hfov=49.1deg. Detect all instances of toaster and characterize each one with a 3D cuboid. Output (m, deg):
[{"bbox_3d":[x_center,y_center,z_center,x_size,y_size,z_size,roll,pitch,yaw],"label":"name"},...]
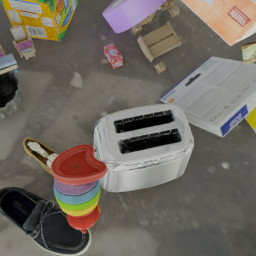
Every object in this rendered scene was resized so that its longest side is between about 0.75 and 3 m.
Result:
[{"bbox_3d":[0.457,0.509,7.184,2.967,1.916,1.686,-10,64,-5],"label":"toaster"}]

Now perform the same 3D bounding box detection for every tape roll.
[{"bbox_3d":[0.293,-4.311,9.551,2.386,0.783,2.386,-29,29,18],"label":"tape roll"}]

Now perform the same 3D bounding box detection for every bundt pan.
[{"bbox_3d":[-4.124,-0.894,8.508,1.985,0.745,1.985,-2,55,2],"label":"bundt pan"}]

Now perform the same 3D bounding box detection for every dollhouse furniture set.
[{"bbox_3d":[1.193,-3.263,10.053,1.967,1.126,2.306,-30,90,-14],"label":"dollhouse furniture set"},{"bbox_3d":[-3.996,-2.457,8.373,2.248,1.554,2.382,-25,33,-13],"label":"dollhouse furniture set"}]

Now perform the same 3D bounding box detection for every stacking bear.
[{"bbox_3d":[-0.784,1.108,4.616,0.789,1.387,0.842,-17,36,-23],"label":"stacking bear"}]

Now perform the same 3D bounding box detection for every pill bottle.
[{"bbox_3d":[4.163,-0.081,7.990,1.032,1.032,1.979,-22,65,-11],"label":"pill bottle"}]

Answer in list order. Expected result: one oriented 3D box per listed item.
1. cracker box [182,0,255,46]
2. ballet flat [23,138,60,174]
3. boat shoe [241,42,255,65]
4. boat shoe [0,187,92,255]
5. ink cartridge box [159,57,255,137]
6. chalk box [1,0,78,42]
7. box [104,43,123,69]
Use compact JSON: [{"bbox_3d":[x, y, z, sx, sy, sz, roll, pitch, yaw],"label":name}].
[{"bbox_3d":[2.112,-2.834,5.892,1.894,0.816,2.828,47,40,7],"label":"cracker box"},{"bbox_3d":[-2.257,0.825,7.793,1.734,0.547,0.595,29,66,14],"label":"ballet flat"},{"bbox_3d":[3.480,-1.855,6.586,1.538,0.564,0.482,-7,106,11],"label":"boat shoe"},{"bbox_3d":[-2.141,2.260,6.884,2.706,0.842,1.009,27,64,12],"label":"boat shoe"},{"bbox_3d":[2.648,-1.083,8.345,2.582,0.525,2.587,-39,35,-11],"label":"ink cartridge box"},{"bbox_3d":[-2.953,-4.847,10.069,1.788,1.775,2.865,10,63,5],"label":"chalk box"},{"bbox_3d":[-0.505,-2.477,9.612,0.370,0.386,0.775,-25,66,-12],"label":"box"}]
